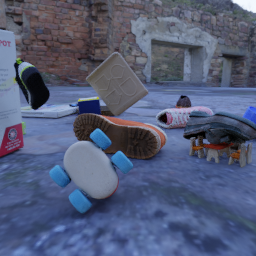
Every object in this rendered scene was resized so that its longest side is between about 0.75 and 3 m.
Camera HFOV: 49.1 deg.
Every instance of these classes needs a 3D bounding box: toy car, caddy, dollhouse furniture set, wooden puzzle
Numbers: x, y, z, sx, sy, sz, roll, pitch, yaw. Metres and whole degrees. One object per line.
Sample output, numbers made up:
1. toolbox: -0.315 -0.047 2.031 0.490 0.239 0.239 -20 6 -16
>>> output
1. toy car: -0.471 0.694 4.234 0.902 0.940 1.020 45 -8 19
2. caddy: 3.922 -0.087 8.449 1.048 0.779 1.483 26 21 17
3. dollhouse furniture set: 2.203 0.348 6.367 1.234 0.636 1.221 10 14 43
4. wooden puzzle: -0.424 -1.774 11.496 1.939 2.093 0.485 -34 11 33

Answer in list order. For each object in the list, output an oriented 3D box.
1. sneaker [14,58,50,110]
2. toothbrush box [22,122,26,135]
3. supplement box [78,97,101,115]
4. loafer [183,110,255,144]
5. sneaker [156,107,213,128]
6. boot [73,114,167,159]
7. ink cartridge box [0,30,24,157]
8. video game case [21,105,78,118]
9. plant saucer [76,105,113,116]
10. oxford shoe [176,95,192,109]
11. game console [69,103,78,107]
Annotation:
1. sneaker: -2.062 -0.948 5.945 0.580 1.400 0.502 41 62 15
2. toothbrush box: -3.670 0.065 8.561 0.681 0.403 0.936 2 12 13
3. supplement box: -1.587 -0.788 11.704 0.869 0.874 1.596 -7 11 -6
4. loafer: 1.973 0.109 6.278 0.847 0.741 2.357 32 -2 -14
5. sneaker: 1.906 -0.334 9.824 1.982 0.746 1.036 0 9 27
6. boot: -0.193 0.162 7.035 2.385 0.895 1.279 14 13 23
7. ink cartridge box: -3.840 -0.747 6.132 2.067 2.858 2.076 3 11 15
8. video game case: -3.951 -0.857 13.768 2.653 0.321 2.914 3 11 14
9. plant saucer: -1.397 -0.847 13.706 2.251 0.332 2.251 -1 10 0
10. oxford shoe: 3.136 -1.442 15.579 0.792 0.807 2.224 0 10 -2
11. game console: -2.558 -1.165 14.228 0.552 0.113 0.936 9 13 33
